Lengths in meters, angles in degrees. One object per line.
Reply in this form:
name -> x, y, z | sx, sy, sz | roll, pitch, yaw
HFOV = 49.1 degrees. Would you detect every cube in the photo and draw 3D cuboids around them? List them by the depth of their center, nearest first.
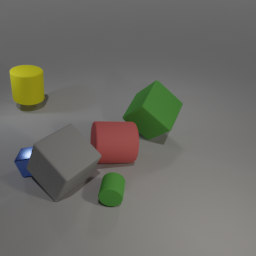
cube -> -1.910, 1.013, 8.295 | 1.400, 1.400, 1.400 | 45, 46, 11
cube -> -3.159, 1.084, 9.168 | 0.700, 0.700, 0.700 | -10, 32, 7
cube -> 0.921, -0.639, 10.495 | 1.400, 1.400, 1.400 | -28, 28, 54

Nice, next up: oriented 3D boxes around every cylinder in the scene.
cylinder -> -0.454, 1.763, 8.073 | 0.700, 0.700, 0.700 | 3, 33, 5
cylinder -> -0.486, 0.482, 9.456 | 1.400, 1.400, 1.400 | 1, 31, -15
cylinder -> -4.559, -1.965, 12.752 | 1.400, 1.400, 1.400 | 6, 33, -4
